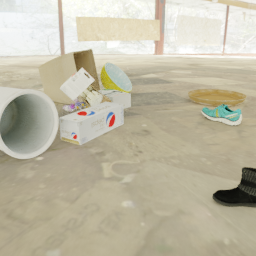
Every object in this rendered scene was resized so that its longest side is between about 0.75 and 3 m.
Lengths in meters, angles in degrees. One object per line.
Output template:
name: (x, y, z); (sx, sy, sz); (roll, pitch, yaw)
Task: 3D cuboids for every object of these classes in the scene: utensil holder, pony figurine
utensil holder: (-3.638, -0.285, 8.552); (2.329, 1.979, 1.979); (12, 22, 37)
pony figurine: (-2.348, -1.039, 12.835); (1.002, 0.865, 1.038); (27, -2, -34)

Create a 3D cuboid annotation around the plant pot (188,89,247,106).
plant pot: (4.683, -1.605, 14.868); (2.983, 0.410, 2.983); (-1, 19, 0)

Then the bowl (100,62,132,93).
bowl: (-0.903, -2.637, 16.366); (1.151, 2.139, 2.139); (-40, 0, 28)

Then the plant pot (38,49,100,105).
plant pot: (-3.167, -2.650, 14.961); (2.323, 2.621, 2.624); (-5, 17, 16)

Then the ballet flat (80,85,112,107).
ballet flat: (-1.591, -1.324, 12.319); (0.893, 0.964, 2.735); (41, -3, -42)

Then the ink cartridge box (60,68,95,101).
ink cartridge box: (-1.635, -1.463, 9.152); (1.095, 0.597, 0.276); (-38, 22, 21)

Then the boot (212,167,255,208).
boot: (2.348, 1.213, 5.881); (1.066, 0.797, 0.401); (2, 19, 5)

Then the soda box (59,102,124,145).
soda box: (-1.220, -0.248, 10.148); (0.901, 0.842, 2.645); (11, 22, 30)

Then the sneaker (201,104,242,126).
sneaker: (3.861, -0.646, 11.524); (0.699, 0.718, 1.804); (-15, 23, -38)

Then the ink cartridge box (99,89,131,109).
ink cartridge box: (-0.816, -1.423, 13.838); (1.221, 0.692, 1.665); (-17, 26, -40)
